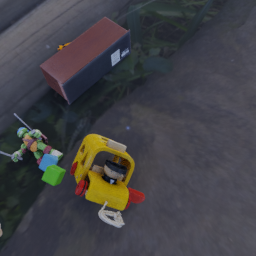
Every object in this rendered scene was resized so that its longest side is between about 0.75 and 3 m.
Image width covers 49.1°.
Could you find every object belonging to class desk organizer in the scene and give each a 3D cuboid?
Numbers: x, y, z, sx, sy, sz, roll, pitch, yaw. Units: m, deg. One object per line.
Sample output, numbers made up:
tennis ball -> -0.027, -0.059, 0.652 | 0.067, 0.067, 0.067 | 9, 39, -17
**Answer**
desk organizer -> -1.325, -2.309, 9.331 | 1.149, 1.070, 2.983 | 39, 70, 21

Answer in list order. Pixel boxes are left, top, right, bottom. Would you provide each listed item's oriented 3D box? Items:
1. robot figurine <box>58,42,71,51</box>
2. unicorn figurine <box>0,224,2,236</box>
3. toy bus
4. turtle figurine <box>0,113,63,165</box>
robot figurine -> -2.101, -2.861, 10.008 | 0.815, 0.237, 0.591 | -15, 43, -7
unicorn figurine -> -3.765, 1.811, 6.986 | 1.056, 2.858, 1.963 | -5, 68, -39
toy bus -> -0.529, 0.953, 6.817 | 2.580, 2.434, 1.333 | 25, 94, 24
turtle figurine -> -2.715, 0.610, 7.770 | 1.531, 1.579, 1.136 | 39, 80, 4
